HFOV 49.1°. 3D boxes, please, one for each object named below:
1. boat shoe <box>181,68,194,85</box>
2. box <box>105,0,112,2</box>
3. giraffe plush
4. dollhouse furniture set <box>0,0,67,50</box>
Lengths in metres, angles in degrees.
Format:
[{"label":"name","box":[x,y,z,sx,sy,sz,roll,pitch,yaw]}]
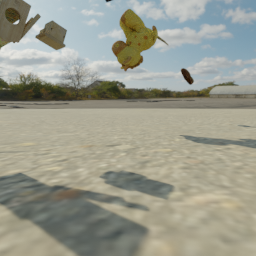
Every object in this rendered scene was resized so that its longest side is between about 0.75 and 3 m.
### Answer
[{"label":"boat shoe","box":[2.573,-2.240,12.210,0.298,0.829,0.280,-28,17,42]},{"label":"box","box":[0.177,-2.949,5.435,0.909,0.230,1.272,6,52,45]},{"label":"giraffe plush","box":[0.136,-2.598,8.976,1.816,1.473,1.567,40,0,23]},{"label":"dollhouse furniture set","box":[-2.190,-1.697,5.487,1.488,0.827,1.316,-1,-19,45]}]
